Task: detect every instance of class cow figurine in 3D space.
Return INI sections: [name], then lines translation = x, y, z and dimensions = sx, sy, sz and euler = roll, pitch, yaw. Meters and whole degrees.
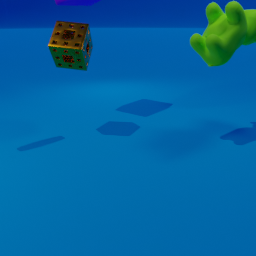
[cow figurine]
translation = 2.295, -1.994, 6.204
dimensions = 1.718, 1.746, 0.958
euler = 34, -6, -41

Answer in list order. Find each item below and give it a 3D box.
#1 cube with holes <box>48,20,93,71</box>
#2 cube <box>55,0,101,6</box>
[cube with holes]
translation = -1.315, -1.921, 6.582
dimensions = 0.763, 0.763, 0.763
euler = 7, 65, 4
[cube]
translation = -1.230, -4.099, 7.439
dimensions = 1.260, 1.260, 1.260
euler = -3, 15, 45
